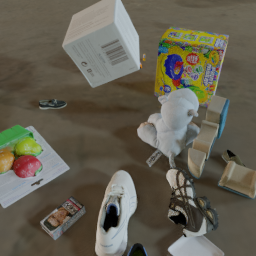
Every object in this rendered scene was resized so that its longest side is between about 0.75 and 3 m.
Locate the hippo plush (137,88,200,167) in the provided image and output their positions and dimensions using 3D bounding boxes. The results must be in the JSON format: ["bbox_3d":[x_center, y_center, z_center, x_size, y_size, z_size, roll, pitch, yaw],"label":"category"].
[{"bbox_3d":[1.369,-0.274,9.745,2.166,2.186,2.719,20,43,23],"label":"hippo plush"}]

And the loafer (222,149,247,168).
[{"bbox_3d":[3.602,1.122,9.473,0.407,0.377,1.081,-19,43,-22],"label":"loafer"}]

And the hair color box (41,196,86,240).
[{"bbox_3d":[-1.795,2.488,7.829,0.557,0.341,1.125,28,48,30],"label":"hair color box"}]

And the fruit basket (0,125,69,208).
[{"bbox_3d":[-3.540,1.139,9.148,2.277,1.152,2.458,-31,64,-32],"label":"fruit basket"}]

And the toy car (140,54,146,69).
[{"bbox_3d":[0.524,-3.721,15.331,0.709,0.481,1.445,9,41,10],"label":"toy car"}]

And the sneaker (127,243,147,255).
[{"bbox_3d":[0.170,3.466,6.257,0.722,0.820,1.838,-1,40,-1],"label":"sneaker"}]

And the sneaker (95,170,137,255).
[{"bbox_3d":[-0.267,2.118,7.650,0.991,1.158,2.659,3,38,4],"label":"sneaker"}]

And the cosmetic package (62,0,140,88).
[{"bbox_3d":[-0.862,-3.233,10.415,2.026,2.038,2.435,-19,42,19],"label":"cosmetic package"}]

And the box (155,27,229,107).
[{"bbox_3d":[2.710,-2.674,12.265,2.611,2.710,1.653,14,41,17],"label":"box"}]

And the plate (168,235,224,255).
[{"bbox_3d":[1.710,3.171,7.101,1.033,0.167,1.035,-27,45,-31],"label":"plate"}]

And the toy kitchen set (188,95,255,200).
[{"bbox_3d":[3.442,0.718,9.428,2.265,1.666,2.828,19,63,22],"label":"toy kitchen set"}]

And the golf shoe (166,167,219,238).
[{"bbox_3d":[1.487,2.022,7.951,1.127,0.927,2.385,-25,32,-8],"label":"golf shoe"}]

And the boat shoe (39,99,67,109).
[{"bbox_3d":[-3.278,-1.070,12.178,1.169,0.353,0.442,-9,40,-11],"label":"boat shoe"}]
